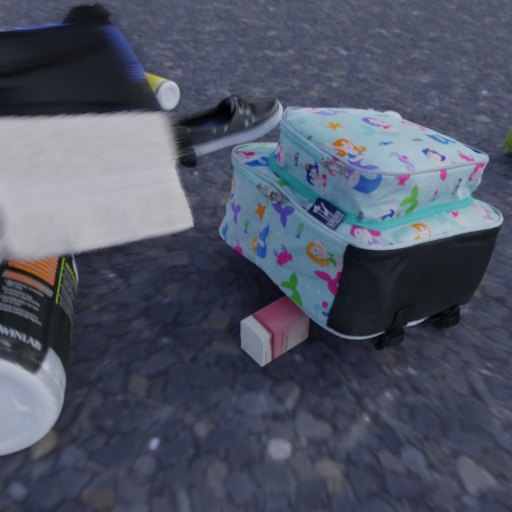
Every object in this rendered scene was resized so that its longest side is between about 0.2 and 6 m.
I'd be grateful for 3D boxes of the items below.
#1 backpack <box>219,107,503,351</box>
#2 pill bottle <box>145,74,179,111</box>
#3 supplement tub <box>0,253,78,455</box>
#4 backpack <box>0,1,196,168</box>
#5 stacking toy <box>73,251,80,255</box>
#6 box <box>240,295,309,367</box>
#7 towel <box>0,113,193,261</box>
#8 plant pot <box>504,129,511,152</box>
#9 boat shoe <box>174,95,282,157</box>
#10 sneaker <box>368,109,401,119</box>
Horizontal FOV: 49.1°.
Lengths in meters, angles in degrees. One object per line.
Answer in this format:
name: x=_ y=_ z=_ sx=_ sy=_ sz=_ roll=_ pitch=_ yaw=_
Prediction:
backpack: x=1.308 y=-0.733 z=8.399 sx=3.282 sy=2.783 sz=3.697 roll=-12 pitch=29 yaw=-36
pill bottle: x=-2.682 y=-4.242 z=14.385 sx=1.331 sy=0.746 sz=0.746 roll=27 pitch=45 yaw=29
supplement tub: x=-3.300 y=0.747 z=7.117 sx=1.894 sy=1.894 sz=3.090 roll=-6 pitch=38 yaw=-7
backpack: x=-2.165 y=-1.399 z=5.910 sx=2.157 sy=1.744 sz=2.264 roll=-19 pitch=70 yaw=-47
stacking toy: x=-2.421 y=-0.760 z=9.934 sx=1.961 sy=1.076 sz=1.138 roll=-5 pitch=34 yaw=-25
box: x=0.265 y=1.032 z=7.811 sx=0.881 sy=0.563 sz=0.480 roll=-28 pitch=47 yaw=-29
towel: x=-1.436 y=-0.637 z=4.804 sx=1.752 sy=1.161 sz=0.302 roll=-14 pitch=-1 yaw=-34
plant pot: x=6.099 y=-2.302 z=11.805 sx=1.100 sy=1.100 sz=1.176 roll=-17 pitch=58 yaw=-21
boat shoe: x=-0.398 y=-1.982 z=7.985 sx=1.770 sy=0.586 sz=0.619 roll=-22 pitch=56 yaw=-17
sneaker: x=2.693 y=-2.888 z=12.603 sx=0.841 sy=0.815 sz=2.304 roll=23 pitch=43 yaw=26
